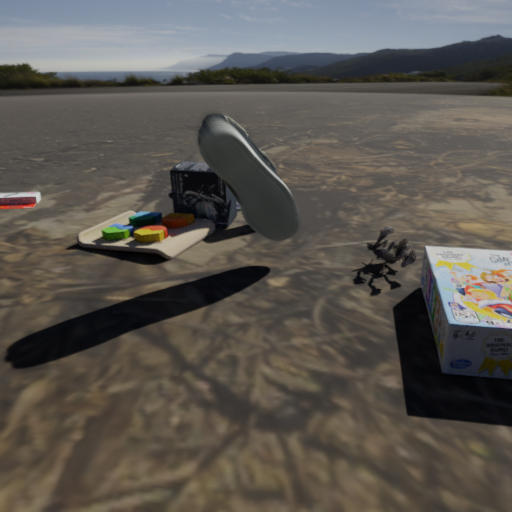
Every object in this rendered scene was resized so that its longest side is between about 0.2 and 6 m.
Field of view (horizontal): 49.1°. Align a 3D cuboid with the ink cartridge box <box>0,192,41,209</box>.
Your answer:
[{"bbox_3d":[-5.701,-1.316,13.309,0.943,0.205,0.819,-3,19,-8],"label":"ink cartridge box"}]

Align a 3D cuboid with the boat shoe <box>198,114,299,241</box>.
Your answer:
[{"bbox_3d":[-0.061,-1.290,9.246,0.944,2.497,0.753,-25,38,13],"label":"boat shoe"}]

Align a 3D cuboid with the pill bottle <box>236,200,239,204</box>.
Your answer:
[{"bbox_3d":[0.089,-1.134,11.708,0.944,0.530,0.530,27,4,-33],"label":"pill bottle"}]

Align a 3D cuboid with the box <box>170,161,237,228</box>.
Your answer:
[{"bbox_3d":[-1.081,-1.299,11.731,1.199,1.220,0.756,4,27,13],"label":"box"}]

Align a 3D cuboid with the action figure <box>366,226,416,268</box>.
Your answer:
[{"bbox_3d":[2.285,-0.130,9.399,0.621,0.533,1.045,39,-4,-18],"label":"action figure"}]

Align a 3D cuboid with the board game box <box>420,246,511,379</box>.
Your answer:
[{"bbox_3d":[4.239,0.715,7.127,3.897,0.667,2.620,3,21,9],"label":"board game box"}]

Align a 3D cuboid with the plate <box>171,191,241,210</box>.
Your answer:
[{"bbox_3d":[-0.644,-1.612,13.845,2.399,0.389,2.404,-9,22,-24],"label":"plate"}]

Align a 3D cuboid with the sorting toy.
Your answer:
[{"bbox_3d":[-2.096,-0.512,10.852,2.053,0.374,1.900,9,23,22],"label":"sorting toy"}]
